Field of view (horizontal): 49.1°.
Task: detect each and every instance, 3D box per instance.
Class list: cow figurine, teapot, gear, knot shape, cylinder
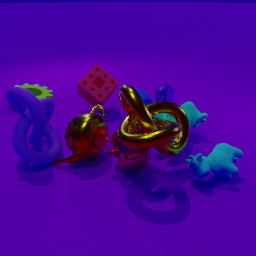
[{"bbox_3d":[1.813,0.676,5.932,1.032,0.576,1.049,29,57,5],"label":"cow figurine"},{"bbox_3d":[-0.027,0.440,6.188,0.847,1.076,1.730,-13,14,-11],"label":"teapot"},{"bbox_3d":[-1.045,0.207,6.557,0.889,1.128,1.815,19,66,25],"label":"teapot"},{"bbox_3d":[-3.425,-1.141,9.867,1.479,0.274,1.479,8,29,-5],"label":"gear"},{"bbox_3d":[-2.136,0.026,6.553,0.867,1.876,1.756,-16,70,-1],"label":"knot shape"},{"bbox_3d":[0.382,-0.731,8.738,0.751,0.751,0.751,-6,33,-12],"label":"cylinder"},{"bbox_3d":[1.083,-1.000,8.430,0.515,0.654,1.052,8,50,37],"label":"teapot"},{"bbox_3d":[0.400,-0.201,5.835,1.749,0.864,1.869,46,30,24],"label":"knot shape"},{"bbox_3d":[1.381,-0.055,7.255,1.542,0.860,1.567,24,49,-24],"label":"cow figurine"}]

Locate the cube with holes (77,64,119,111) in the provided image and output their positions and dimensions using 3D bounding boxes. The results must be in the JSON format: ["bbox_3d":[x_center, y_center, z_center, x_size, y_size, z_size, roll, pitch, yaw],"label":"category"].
[{"bbox_3d":[-0.978,-1.294,9.024,0.910,0.910,0.910,39,73,-1],"label":"cube with holes"}]
